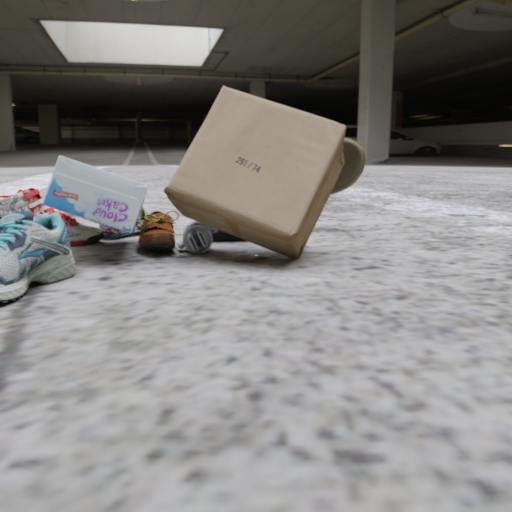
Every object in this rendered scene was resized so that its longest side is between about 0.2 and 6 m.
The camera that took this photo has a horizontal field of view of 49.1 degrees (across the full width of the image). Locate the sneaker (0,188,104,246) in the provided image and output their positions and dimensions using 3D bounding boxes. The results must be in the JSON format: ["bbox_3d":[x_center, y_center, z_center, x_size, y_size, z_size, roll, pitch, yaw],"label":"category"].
[{"bbox_3d":[-4.038,-0.761,10.888,2.042,1.095,0.682,-1,12,-6],"label":"sneaker"}]

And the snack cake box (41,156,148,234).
[{"bbox_3d":[-2.756,-0.997,9.947,1.456,0.851,2.531,19,-2,-12],"label":"snack cake box"}]

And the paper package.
[{"bbox_3d":[0.061,-1.426,9.559,2.363,2.252,1.222,22,-14,15],"label":"paper package"}]

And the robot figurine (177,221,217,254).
[{"bbox_3d":[-1.075,-0.349,10.251,0.812,0.541,0.957,-21,14,-1],"label":"robot figurine"}]

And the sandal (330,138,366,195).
[{"bbox_3d":[0.853,-1.970,12.727,3.222,1.294,0.870,2,16,21],"label":"sandal"}]

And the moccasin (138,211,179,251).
[{"bbox_3d":[-1.821,-0.518,10.529,0.708,0.748,1.937,4,11,-7],"label":"moccasin"}]

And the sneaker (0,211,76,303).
[{"bbox_3d":[-3.359,-0.046,7.464,0.952,1.058,2.452,2,11,11],"label":"sneaker"}]

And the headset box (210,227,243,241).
[{"bbox_3d":[-0.549,-0.770,11.798,1.381,0.736,1.586,-1,11,-5],"label":"headset box"}]

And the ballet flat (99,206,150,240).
[{"bbox_3d":[-2.659,-0.760,12.075,0.602,0.620,1.742,3,11,35],"label":"ballet flat"}]
